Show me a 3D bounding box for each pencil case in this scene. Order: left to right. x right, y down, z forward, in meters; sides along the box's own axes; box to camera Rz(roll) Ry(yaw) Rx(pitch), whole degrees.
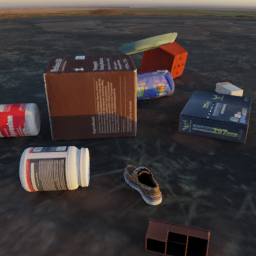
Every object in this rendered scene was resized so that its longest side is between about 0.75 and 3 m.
[{"bbox_3d":[0.612,-1.749,11.604,2.773,1.204,1.082,-12,43,-20],"label":"pencil case"}]

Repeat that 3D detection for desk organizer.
[{"bbox_3d":[0.887,2.041,5.065,1.112,0.399,0.428,7,30,14],"label":"desk organizer"}]

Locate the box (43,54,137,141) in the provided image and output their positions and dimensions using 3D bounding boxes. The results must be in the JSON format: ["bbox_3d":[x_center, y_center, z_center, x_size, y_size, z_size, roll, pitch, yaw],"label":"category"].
[{"bbox_3d":[-1.131,-1.079,9.197,2.657,2.182,2.204,-3,27,-6],"label":"box"}]

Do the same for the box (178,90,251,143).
[{"bbox_3d":[3.091,-0.512,9.728,2.094,0.678,2.656,10,28,22],"label":"box"}]

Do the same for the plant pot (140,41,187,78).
[{"bbox_3d":[1.939,-3.489,14.499,1.663,1.886,1.887,31,39,29],"label":"plant pot"}]

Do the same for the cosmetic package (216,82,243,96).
[{"bbox_3d":[4.390,-1.620,12.207,0.583,0.410,1.150,-8,29,-15],"label":"cosmetic package"}]

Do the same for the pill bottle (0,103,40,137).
[{"bbox_3d":[-3.782,-0.229,8.804,1.828,1.026,1.026,-3,27,-5],"label":"pill bottle"}]

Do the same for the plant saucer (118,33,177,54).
[{"bbox_3d":[0.805,-3.358,11.305,2.438,0.334,2.438,-14,13,3],"label":"plant saucer"}]

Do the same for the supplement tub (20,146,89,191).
[{"bbox_3d":[-1.661,0.936,6.521,1.442,1.012,1.012,-2,27,-3],"label":"supplement tub"}]

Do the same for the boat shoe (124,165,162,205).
[{"bbox_3d":[0.353,1.191,6.594,0.504,0.505,1.396,-16,31,-28],"label":"boat shoe"}]
